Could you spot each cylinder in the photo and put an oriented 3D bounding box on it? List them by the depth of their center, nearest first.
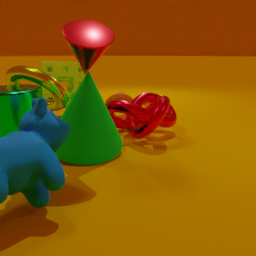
[{"bbox_3d":[-2.720,-0.298,6.801,1.348,1.348,1.348,0,17,0],"label":"cylinder"}]

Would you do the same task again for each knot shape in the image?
[{"bbox_3d":[0.434,-0.349,7.275,2.052,0.948,1.920,-10,13,-12],"label":"knot shape"},{"bbox_3d":[0.089,-0.750,9.303,1.402,0.692,1.498,19,10,24],"label":"knot shape"}]

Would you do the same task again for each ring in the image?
[{"bbox_3d":[-2.410,-1.004,7.408,1.695,1.695,0.339,7,61,22],"label":"ring"}]

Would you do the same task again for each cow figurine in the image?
[{"bbox_3d":[-1.580,0.307,4.072,1.744,0.957,1.716,-1,52,-48],"label":"cow figurine"}]

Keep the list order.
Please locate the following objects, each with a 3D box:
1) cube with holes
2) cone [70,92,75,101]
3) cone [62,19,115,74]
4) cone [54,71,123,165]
[{"bbox_3d":[-2.135,-1.355,9.205,1.384,1.384,1.384,-3,3,-21],"label":"cube with holes"},{"bbox_3d":[-1.362,-0.309,7.720,0.996,0.996,1.000,7,52,23],"label":"cone"},{"bbox_3d":[-0.781,-1.387,5.316,0.927,0.931,0.927,7,48,-8],"label":"cone"},{"bbox_3d":[-0.857,-0.394,5.881,1.663,1.669,1.663,5,31,-3],"label":"cone"}]
